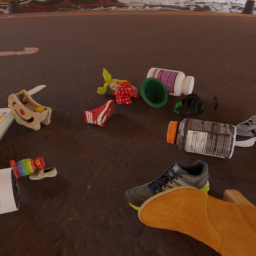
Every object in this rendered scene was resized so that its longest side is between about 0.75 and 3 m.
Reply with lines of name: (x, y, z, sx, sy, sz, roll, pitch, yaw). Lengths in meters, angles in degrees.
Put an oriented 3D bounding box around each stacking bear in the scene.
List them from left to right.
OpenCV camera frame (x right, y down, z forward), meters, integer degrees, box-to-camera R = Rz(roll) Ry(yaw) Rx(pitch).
stacking bear: (-2.934, 1.127, 8.303, 0.892, 0.507, 0.541, -15, 71, -15)

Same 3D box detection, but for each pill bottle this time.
pill bottle: (2.083, -2.233, 13.793, 2.147, 1.206, 1.206, 14, 32, 22)
pill bottle: (2.389, 0.289, 9.297, 2.112, 1.122, 1.122, 10, 30, 16)

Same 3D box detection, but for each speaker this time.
speaker: (-4.088, 1.734, 6.734, 2.718, 1.104, 1.104, -9, 30, -16)

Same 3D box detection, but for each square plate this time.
square plate: (-4.505, -1.458, 12.410, 1.408, 0.200, 1.395, -14, 22, 41)

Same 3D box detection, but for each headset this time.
headset: (2.973, -0.929, 12.183, 1.989, 0.935, 1.228, -18, 28, -2)

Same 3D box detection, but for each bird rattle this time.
bird rattle: (-0.292, -1.985, 13.475, 2.315, 1.304, 1.888, 24, 21, 32)

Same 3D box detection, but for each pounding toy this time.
pounding toy: (-3.867, -0.896, 11.273, 2.229, 1.275, 1.279, 18, 35, 29)

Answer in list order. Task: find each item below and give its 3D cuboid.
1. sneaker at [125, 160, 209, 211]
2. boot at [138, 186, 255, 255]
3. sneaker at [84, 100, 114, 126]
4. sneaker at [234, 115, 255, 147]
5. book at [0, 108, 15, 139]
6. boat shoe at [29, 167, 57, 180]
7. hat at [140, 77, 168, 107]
sneaker: (1.062, 1.429, 7.358, 2.481, 1.004, 0.917, -13, 31, -22)
boot: (1.824, 2.223, 5.927, 2.872, 1.011, 2.056, -3, 28, -14)
sneaker: (-1.250, -0.737, 11.646, 1.001, 0.679, 1.732, 8, 29, 12)
sneaker: (4.535, -0.264, 9.901, 2.636, 1.500, 0.995, -7, 30, -13)
book: (-5.489, -0.080, 10.583, 1.674, 0.602, 2.505, -3, 28, -1)
boat shoe: (-2.530, 1.323, 8.322, 0.795, 0.264, 0.294, -10, 30, -17)
hat: (0.897, -1.481, 13.329, 1.752, 1.451, 1.542, -41, 7, -35)
